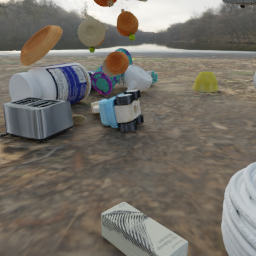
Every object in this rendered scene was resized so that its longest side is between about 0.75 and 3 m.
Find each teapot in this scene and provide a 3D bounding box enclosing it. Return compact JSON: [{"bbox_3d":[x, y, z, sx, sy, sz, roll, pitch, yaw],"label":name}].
[{"bbox_3d":[0.350,-2.160,13.003,1.457,1.064,1.439,7,40,-42],"label":"teapot"}]

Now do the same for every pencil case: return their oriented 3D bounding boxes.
[{"bbox_3d":[-0.724,-2.658,12.989,1.150,1.249,2.703,33,45,-2],"label":"pencil case"}]

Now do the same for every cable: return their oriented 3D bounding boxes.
[{"bbox_3d":[2.497,1.219,3.183,2.702,0.935,2.701,-8,19,-23],"label":"cable"}]

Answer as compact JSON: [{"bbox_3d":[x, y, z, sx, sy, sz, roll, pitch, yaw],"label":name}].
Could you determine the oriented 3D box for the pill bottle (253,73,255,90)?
[{"bbox_3d":[6.220,-1.651,10.569,1.583,1.583,2.773,-5,20,-15],"label":"pill bottle"}]

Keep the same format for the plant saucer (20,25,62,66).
[{"bbox_3d":[-3.017,-2.871,9.513,1.810,0.339,1.810,-23,43,23],"label":"plant saucer"}]

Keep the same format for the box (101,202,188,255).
[{"bbox_3d":[0.169,1.387,3.518,0.459,0.382,1.116,-18,26,-42],"label":"box"}]

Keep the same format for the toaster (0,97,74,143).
[{"bbox_3d":[-2.467,-0.262,7.547,1.381,0.906,1.527,9,21,27],"label":"toaster"}]

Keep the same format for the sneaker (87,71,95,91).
[{"bbox_3d":[-1.907,-2.313,13.596,1.064,0.956,2.586,18,17,39],"label":"sneaker"}]

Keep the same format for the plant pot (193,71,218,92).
[{"bbox_3d":[3.760,-2.252,13.464,1.202,0.853,1.202,1,19,0],"label":"plant pot"}]

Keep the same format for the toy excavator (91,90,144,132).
[{"bbox_3d":[-0.532,-0.589,8.638,2.040,1.019,1.983,-2,16,22],"label":"toy excavator"}]

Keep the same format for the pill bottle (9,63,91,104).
[{"bbox_3d":[-2.760,-1.499,10.177,1.552,1.552,2.683,13,22,33],"label":"pill bottle"}]

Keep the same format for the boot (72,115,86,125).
[{"bbox_3d":[-1.768,-0.333,8.670,0.855,0.309,0.711,-8,22,-13],"label":"boot"}]

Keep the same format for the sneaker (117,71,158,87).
[{"bbox_3d":[0.371,-2.531,14.682,2.261,0.877,1.031,1,3,-9],"label":"sneaker"}]

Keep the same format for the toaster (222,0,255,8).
[{"bbox_3d":[2.551,-3.161,5.233,1.086,1.655,1.830,16,26,31],"label":"toaster"}]

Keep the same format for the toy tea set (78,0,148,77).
[{"bbox_3d":[-0.421,-2.955,7.869,1.741,2.929,1.084,15,8,4],"label":"toy tea set"}]
